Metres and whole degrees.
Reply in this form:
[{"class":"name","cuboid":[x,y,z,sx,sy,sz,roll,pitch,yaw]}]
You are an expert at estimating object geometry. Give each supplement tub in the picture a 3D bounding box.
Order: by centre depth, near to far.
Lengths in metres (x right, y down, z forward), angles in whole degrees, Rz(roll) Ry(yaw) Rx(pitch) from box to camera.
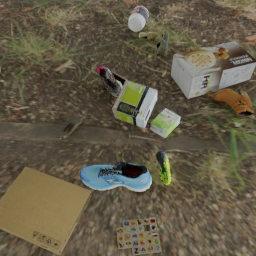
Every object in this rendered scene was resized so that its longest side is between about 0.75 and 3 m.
[{"class":"supplement tub","cuboid":[0.500,-5.284,13.559,0.818,0.818,1.166,12,50,10]}]

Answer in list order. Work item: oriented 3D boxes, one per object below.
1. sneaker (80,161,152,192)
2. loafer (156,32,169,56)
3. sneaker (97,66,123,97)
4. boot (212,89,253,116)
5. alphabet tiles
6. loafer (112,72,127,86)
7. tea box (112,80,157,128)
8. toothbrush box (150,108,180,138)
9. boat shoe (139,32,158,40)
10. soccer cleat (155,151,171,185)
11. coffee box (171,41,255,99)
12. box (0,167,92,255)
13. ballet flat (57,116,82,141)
[{"class":"sneaker","cuboid":[-0.359,1.229,7.962,2.064,0.928,0.809,0,49,5]},{"class":"loafer","cuboid":[1.530,-3.783,12.469,0.506,0.547,1.454,8,50,1]},{"class":"sneaker","cuboid":[-0.697,-1.700,10.338,0.550,0.510,1.365,-43,69,18]},{"class":"boot","cuboid":[3.787,-0.863,10.105,1.345,0.516,1.044,3,54,-6]},{"class":"alphabet tiles","cuboid":[0.256,2.794,7.235,1.078,0.041,0.901,-5,50,-4]},{"class":"loafer","cuboid":[-0.163,-1.592,10.576,1.786,0.561,0.642,31,57,27]},{"class":"tea box","cuboid":[0.244,-0.799,9.422,1.152,0.783,1.171,21,73,12]},{"class":"toothbrush box","cuboid":[1.268,-0.171,9.522,0.640,0.378,0.878,33,56,25]},{"class":"boat shoe","cuboid":[0.960,-4.269,13.084,0.902,0.323,0.344,-2,63,8]},{"class":"soccer cleat","cuboid":[1.133,1.181,8.362,0.459,0.355,1.098,22,44,-38]},{"class":"coffee box","cuboid":[3.261,-2.281,10.831,2.739,1.092,1.566,-15,51,-12]},{"class":"box","cuboid":[-2.364,2.144,7.650,2.233,0.238,1.825,17,51,14]},{"class":"ballet flat","cuboid":[-1.937,0.022,9.469,0.403,0.277,1.197,5,41,31]}]
